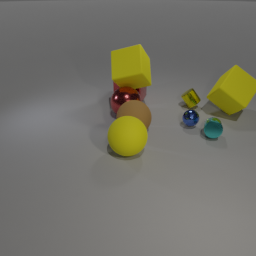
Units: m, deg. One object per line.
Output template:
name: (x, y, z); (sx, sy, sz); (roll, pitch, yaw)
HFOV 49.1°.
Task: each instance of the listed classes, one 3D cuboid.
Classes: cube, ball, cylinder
cube: (0.129, -2.148, 14.366); (1.400, 1.400, 1.400); (8, 29, 15)
ball: (0.240, -0.412, 11.169); (1.400, 1.400, 1.400); (0, 28, 0)
cube: (4.651, -1.642, 12.439); (1.400, 1.400, 1.400); (38, 76, 0)
ball: (2.624, -0.422, 11.692); (0.700, 0.700, 0.700); (0, 28, 0)
ball: (-0.086, -1.153, 12.517); (1.400, 1.400, 1.400); (0, 28, 0)
cylinder: (3.032, -1.444, 13.509); (0.700, 0.700, 0.700); (-36, 11, 8)
cube: (0.159, -2.650, 12.515); (1.400, 1.400, 1.400); (-8, -16, 20)
ball: (-0.016, 0.280, 9.769); (1.400, 1.400, 1.400); (0, 28, 0)
cylinder: (3.341, -0.015, 10.982); (0.700, 0.700, 0.700); (7, 15, 14)
